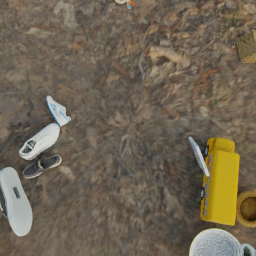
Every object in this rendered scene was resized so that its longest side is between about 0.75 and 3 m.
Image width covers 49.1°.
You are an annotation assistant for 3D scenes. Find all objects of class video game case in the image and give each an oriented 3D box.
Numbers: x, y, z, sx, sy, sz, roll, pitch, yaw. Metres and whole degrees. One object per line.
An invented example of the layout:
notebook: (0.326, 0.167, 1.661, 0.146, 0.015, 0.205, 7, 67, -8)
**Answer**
video game case: (1.754, 0.698, 6.949, 0.079, 0.627, 0.875, -24, 111, 4)

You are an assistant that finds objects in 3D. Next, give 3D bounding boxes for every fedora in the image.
fedora: (4.037, 2.701, 9.378, 1.188, 0.485, 1.188, 0, 76, 2)

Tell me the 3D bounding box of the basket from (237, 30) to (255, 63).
basket: (5.009, -3.206, 11.264, 0.788, 0.823, 1.104, 6, 70, -33)

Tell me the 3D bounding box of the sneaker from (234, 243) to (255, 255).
sneaker: (2.795, 3.026, 6.432, 0.688, 1.868, 1.079, -2, 105, 19)

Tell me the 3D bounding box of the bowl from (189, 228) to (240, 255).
bowl: (2.690, 4.026, 8.812, 1.672, 0.785, 1.672, 0, 73, 1)

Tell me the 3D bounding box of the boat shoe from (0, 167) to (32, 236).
boat shoe: (-3.882, 2.474, 9.367, 0.731, 0.812, 2.296, -23, 81, 27)

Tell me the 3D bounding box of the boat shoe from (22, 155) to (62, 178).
boat shoe: (-3.055, 1.306, 9.814, 1.430, 0.463, 0.514, -22, 74, -7)

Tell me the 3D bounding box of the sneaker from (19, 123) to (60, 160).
sneaker: (-3.126, 0.449, 9.977, 0.640, 0.675, 1.677, 39, 75, 13)

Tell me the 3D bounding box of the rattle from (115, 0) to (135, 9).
rattle: (-0.139, -5.624, 12.110, 1.015, 0.725, 0.661, 26, 107, -8)

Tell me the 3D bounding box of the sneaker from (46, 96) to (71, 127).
sneaker: (-2.630, -0.680, 10.459, 0.519, 0.491, 1.284, -29, 80, -19)

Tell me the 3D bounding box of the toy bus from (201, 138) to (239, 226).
toy bus: (3.068, 1.697, 9.353, 0.922, 1.109, 2.832, 10, 73, 3)
